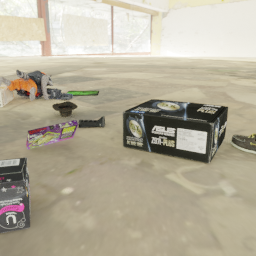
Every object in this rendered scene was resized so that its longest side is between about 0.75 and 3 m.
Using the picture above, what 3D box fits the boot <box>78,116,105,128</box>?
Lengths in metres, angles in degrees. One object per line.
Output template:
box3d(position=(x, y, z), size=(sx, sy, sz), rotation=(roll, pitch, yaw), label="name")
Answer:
box3d(position=(-1.098, -0.185, 8.557), size=(0.781, 0.256, 0.644), rotation=(-4, 16, 0), label="boot")

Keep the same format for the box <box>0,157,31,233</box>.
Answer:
box3d(position=(-2.105, 0.980, 3.952), size=(1.351, 0.775, 0.892), rotation=(-4, 17, -17), label="box")

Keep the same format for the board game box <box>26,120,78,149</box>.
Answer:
box3d(position=(-1.814, 0.159, 6.699), size=(1.167, 0.700, 0.188), rotation=(-15, 62, -31), label="board game box")

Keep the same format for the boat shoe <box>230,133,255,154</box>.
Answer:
box3d(position=(3.032, 0.357, 6.428), size=(0.532, 0.449, 1.493), rotation=(-13, 22, -30), label="boat shoe")

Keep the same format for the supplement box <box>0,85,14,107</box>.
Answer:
box3d(position=(-5.443, -1.315, 11.411), size=(1.094, 0.638, 1.736), rotation=(-2, 18, -6), label="supplement box")

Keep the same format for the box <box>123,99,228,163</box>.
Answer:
box3d(position=(1.195, -0.043, 6.918), size=(2.140, 0.922, 1.753), rotation=(9, 19, 28), label="box")

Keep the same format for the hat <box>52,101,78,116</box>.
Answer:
box3d(position=(-2.159, -0.607, 9.674), size=(0.911, 0.367, 0.911), rotation=(0, 26, 0), label="hat")

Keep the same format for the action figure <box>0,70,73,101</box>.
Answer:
box3d(position=(-3.784, -1.873, 11.924), size=(2.731, 1.429, 2.642), rotation=(6, 18, 6), label="action figure")

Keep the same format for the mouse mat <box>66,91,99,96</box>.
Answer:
box3d(position=(-2.209, -1.705, 13.651), size=(1.567, 0.059, 1.261), rotation=(-2, 18, -2), label="mouse mat")
